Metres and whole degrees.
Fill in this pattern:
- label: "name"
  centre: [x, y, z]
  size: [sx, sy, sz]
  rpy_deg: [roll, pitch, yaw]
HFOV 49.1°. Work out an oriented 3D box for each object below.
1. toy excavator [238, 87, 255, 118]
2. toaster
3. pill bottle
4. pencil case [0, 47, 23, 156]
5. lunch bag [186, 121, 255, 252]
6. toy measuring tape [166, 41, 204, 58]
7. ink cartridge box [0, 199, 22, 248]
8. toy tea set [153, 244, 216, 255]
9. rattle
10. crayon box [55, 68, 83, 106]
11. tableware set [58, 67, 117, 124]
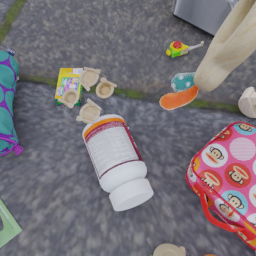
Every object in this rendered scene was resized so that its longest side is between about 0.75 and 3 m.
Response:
- label: "toy excavator"
  centre: [4.226, -0.327, 6.533]
  size: [2.453, 2.385, 1.225]
  rpy_deg: [45, 61, -7]
- label: "toaster"
  centre: [2.770, -4.223, 8.813]
  size: [2.462, 1.461, 2.226]
  rpy_deg: [37, 65, 20]
- label: "pill bottle"
  centre: [-0.231, 0.737, 6.161]
  size: [1.058, 1.058, 1.930]
  rpy_deg: [-20, 62, -11]
- label: "pencil case"
  centre: [-3.281, -0.675, 6.915]
  size: [1.263, 1.163, 2.734]
  rpy_deg: [18, 50, -41]
- label: "lunch bag"
  centre: [2.509, 1.268, 5.869]
  size: [2.190, 1.019, 2.486]
  rpy_deg: [-36, 66, -19]
- label: "toy measuring tape"
  centre: [1.656, -2.455, 8.394]
  size: [1.227, 0.451, 0.451]
  rpy_deg: [-23, 62, -13]
- label: "ink cartridge box"
  centre: [-3.599, 2.335, 5.403]
  size: [2.574, 0.763, 1.337]
  rpy_deg: [-39, 67, -20]
- label: "toy tea set"
  centre: [1.523, 3.079, 5.112]
  size: [2.425, 0.897, 1.442]
  rpy_deg: [7, 31, 7]
- label: "rattle"
  centre: [1.878, -0.932, 4.253]
  size: [1.757, 2.460, 1.601]
  rpy_deg: [22, 27, -18]
- label: "crayon box"
  centre: [-1.586, -1.141, 7.680]
  size: [0.645, 0.316, 1.086]
  rpy_deg: [1, 60, 1]
- label: "tableware set"
  centre: [-0.794, -0.679, 5.631]
  size: [0.949, 0.132, 1.136]
  rpy_deg: [33, 84, 21]
